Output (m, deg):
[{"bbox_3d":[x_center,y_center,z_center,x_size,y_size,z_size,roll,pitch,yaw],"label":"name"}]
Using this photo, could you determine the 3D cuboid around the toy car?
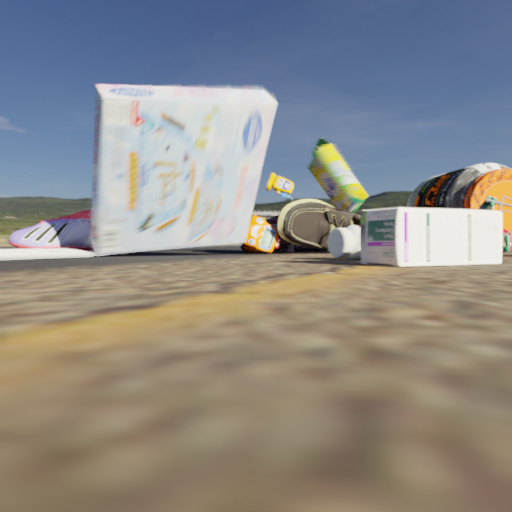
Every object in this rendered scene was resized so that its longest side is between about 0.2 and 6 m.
[{"bbox_3d":[0.379,-1.013,12.352,0.811,2.436,1.195,21,-26,5],"label":"toy car"}]

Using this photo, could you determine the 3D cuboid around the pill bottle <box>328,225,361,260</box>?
[{"bbox_3d":[1.568,-0.193,8.270,0.946,0.518,0.518,-1,2,-29],"label":"pill bottle"}]

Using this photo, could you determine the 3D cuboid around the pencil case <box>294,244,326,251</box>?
[{"bbox_3d":[0.925,-0.623,15.015,2.410,1.030,1.011,-1,-3,-7],"label":"pencil case"}]

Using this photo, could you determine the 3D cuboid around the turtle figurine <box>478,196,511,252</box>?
[{"bbox_3d":[3.111,-0.260,7.963,1.489,0.749,1.114,-1,42,18],"label":"turtle figurine"}]

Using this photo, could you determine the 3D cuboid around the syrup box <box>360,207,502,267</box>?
[{"bbox_3d":[2.044,-0.215,6.498,1.639,0.667,0.645,0,0,-28],"label":"syrup box"}]

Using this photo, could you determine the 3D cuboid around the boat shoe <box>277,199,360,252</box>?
[{"bbox_3d":[1.765,-0.624,12.362,2.954,1.081,0.957,2,11,-40],"label":"boat shoe"}]

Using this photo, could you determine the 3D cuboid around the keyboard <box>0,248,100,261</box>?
[{"bbox_3d":[-3.713,-0.024,8.735,0.890,0.169,3.162,1,2,20],"label":"keyboard"}]

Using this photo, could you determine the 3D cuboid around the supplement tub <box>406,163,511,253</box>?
[{"bbox_3d":[4.543,-0.950,11.909,1.860,1.860,3.035,0,1,-5],"label":"supplement tub"}]

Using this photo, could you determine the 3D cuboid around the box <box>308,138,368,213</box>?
[{"bbox_3d":[1.852,-1.866,13.312,0.432,1.786,1.048,-30,-10,-14],"label":"box"}]

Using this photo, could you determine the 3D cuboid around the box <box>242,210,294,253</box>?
[{"bbox_3d":[0.267,-0.563,13.545,1.142,0.991,1.728,1,2,-7],"label":"box"}]

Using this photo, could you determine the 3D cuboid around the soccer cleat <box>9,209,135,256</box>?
[{"bbox_3d":[-3.536,-0.498,10.982,2.588,0.989,0.863,1,2,5],"label":"soccer cleat"}]

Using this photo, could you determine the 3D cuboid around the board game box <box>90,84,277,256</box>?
[{"bbox_3d":[-1.322,-1.441,9.757,2.926,2.933,0.603,-5,39,-26],"label":"board game box"}]
